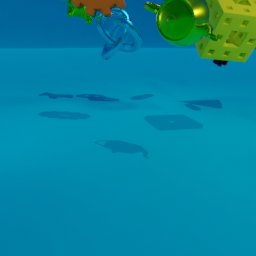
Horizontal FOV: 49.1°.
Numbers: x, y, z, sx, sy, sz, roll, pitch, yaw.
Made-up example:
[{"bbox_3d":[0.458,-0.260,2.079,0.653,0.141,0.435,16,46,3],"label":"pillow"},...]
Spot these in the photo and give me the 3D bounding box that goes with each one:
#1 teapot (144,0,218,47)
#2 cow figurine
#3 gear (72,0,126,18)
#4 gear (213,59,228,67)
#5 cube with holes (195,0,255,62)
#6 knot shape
[{"bbox_3d":[0.957,-1.894,4.943,1.566,0.974,0.767,33,36,20],"label":"teapot"},{"bbox_3d":[-1.932,-4.819,10.706,1.591,0.874,1.566,16,47,-26],"label":"cow figurine"},{"bbox_3d":[-0.722,-3.778,7.152,1.766,1.766,0.327,2,10,7],"label":"gear"},{"bbox_3d":[3.320,-2.604,9.494,0.196,1.060,1.060,25,9,-21],"label":"gear"},{"bbox_3d":[2.508,-2.637,7.074,1.292,1.292,1.292,2,54,-12],"label":"cube with holes"},{"bbox_3d":[-0.302,-3.591,10.831,1.950,2.084,0.963,19,17,34],"label":"knot shape"}]
